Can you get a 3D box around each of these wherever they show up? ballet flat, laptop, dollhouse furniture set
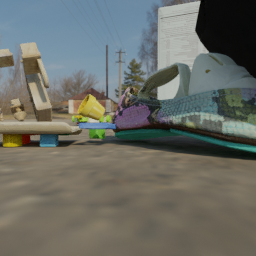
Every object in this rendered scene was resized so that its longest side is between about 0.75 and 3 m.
[{"bbox_3d":[0.587,-0.242,2.744,0.835,0.860,2.417,6,-1,-33],"label":"ballet flat"},{"bbox_3d":[2.119,-0.539,2.371,2.912,1.504,2.581,0,3,10],"label":"laptop"},{"bbox_3d":[-3.214,-0.542,6.368,2.673,1.305,2.279,-14,-27,-22],"label":"dollhouse furniture set"}]

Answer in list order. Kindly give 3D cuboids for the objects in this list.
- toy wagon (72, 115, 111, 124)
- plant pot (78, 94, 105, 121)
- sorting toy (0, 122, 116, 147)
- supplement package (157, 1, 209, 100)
[{"bbox_3d":[-1.874,-0.396,13.442,1.626,0.415,2.095,0,3,22],"label":"toy wagon"},{"bbox_3d":[-1.244,-0.655,9.803,0.741,0.787,0.787,31,-10,-21],"label":"plant pot"},{"bbox_3d":[-1.007,0.077,3.035,1.750,0.238,0.986,0,-2,-2],"label":"sorting toy"},{"bbox_3d":[2.145,-1.393,7.299,2.091,2.843,2.719,1,2,26],"label":"supplement package"}]
